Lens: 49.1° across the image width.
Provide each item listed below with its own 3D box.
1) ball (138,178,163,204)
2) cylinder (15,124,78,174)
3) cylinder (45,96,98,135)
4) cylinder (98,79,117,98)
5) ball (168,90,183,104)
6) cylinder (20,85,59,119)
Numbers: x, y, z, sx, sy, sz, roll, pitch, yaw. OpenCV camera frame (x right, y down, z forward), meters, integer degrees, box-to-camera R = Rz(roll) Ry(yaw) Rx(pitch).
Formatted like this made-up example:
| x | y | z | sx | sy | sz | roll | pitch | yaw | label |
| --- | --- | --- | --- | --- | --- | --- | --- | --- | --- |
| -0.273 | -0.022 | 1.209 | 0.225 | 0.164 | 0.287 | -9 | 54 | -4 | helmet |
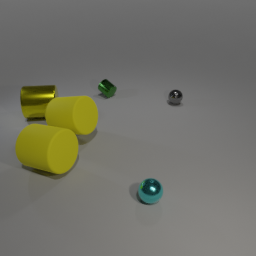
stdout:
| x | y | z | sx | sy | sz | roll | pitch | yaw | label |
| --- | --- | --- | --- | --- | --- | --- | --- | --- | --- |
| 0.631 | 1.743 | 7.789 | 0.700 | 0.700 | 0.700 | 0 | 29 | 0 | ball |
| -2.540 | 0.633 | 8.866 | 1.400 | 1.400 | 1.400 | 8 | 30 | 28 | cylinder |
| -2.063 | -0.463 | 10.370 | 1.400 | 1.400 | 1.400 | 1 | 26 | 31 | cylinder |
| -1.052 | -2.016 | 14.246 | 0.700 | 0.700 | 0.700 | 41 | 44 | 18 | cylinder |
| 2.283 | -1.496 | 13.459 | 0.700 | 0.700 | 0.700 | 0 | 29 | 0 | ball |
| -3.786 | -1.141 | 12.154 | 1.400 | 1.400 | 1.400 | -3 | 30 | -7 | cylinder |
